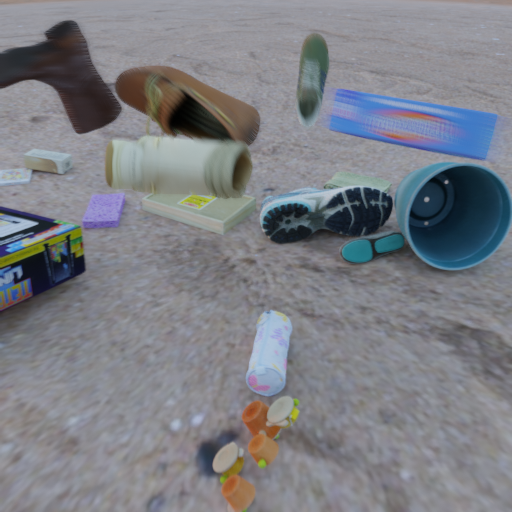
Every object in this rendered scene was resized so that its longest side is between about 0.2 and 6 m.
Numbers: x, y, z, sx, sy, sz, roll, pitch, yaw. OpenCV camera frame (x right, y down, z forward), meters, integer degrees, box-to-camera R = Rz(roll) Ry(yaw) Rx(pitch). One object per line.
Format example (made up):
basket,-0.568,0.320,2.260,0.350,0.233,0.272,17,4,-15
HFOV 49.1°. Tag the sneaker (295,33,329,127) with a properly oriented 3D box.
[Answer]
sneaker,1.284,-3.914,12.834,0.685,2.042,0.917,6,40,3

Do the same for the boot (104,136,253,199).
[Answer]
boot,-1.043,-1.446,9.039,2.021,0.947,2.601,4,9,7

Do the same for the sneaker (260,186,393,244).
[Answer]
sneaker,1.537,-1.175,12.631,3.059,1.187,1.320,-5,29,-8

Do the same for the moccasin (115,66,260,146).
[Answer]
moccasin,-1.531,-2.859,11.072,3.214,1.176,1.241,31,42,15

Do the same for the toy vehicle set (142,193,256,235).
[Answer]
toy vehicle set,-1.372,-1.252,13.515,2.376,0.315,1.476,18,36,26

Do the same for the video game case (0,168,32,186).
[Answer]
video game case,-6.529,-2.141,15.142,0.817,0.103,0.898,-7,33,-12

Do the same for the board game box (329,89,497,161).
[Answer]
board game box,2.435,-1.895,8.334,2.049,0.606,2.695,16,15,20

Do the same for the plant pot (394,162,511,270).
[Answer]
plant pot,3.840,-1.023,11.691,2.118,2.118,1.990,-2,18,-3

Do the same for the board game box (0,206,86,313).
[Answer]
board game box,-5.507,0.173,9.941,3.074,1.054,3.718,12,25,28

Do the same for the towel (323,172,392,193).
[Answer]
towel,2.623,-1.811,14.447,1.551,0.283,1.151,15,34,22

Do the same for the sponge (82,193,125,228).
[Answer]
sponge,-3.618,-1.097,13.370,0.797,0.213,1.429,-2,33,-4

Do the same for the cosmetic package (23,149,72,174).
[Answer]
cosmetic package,-5.761,-2.621,15.518,1.144,0.407,0.602,10,29,9

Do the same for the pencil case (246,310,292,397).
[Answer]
pencil case,0.220,1.500,8.813,0.602,0.657,1.448,2,33,7

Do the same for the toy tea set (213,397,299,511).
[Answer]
toy tea set,0.032,2.576,7.245,0.959,0.597,1.613,-13,34,52

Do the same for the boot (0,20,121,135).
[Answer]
boot,-4.021,-3.189,11.341,2.233,2.396,0.769,-34,60,-12

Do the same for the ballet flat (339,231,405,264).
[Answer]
ballet flat,2.359,-0.165,11.742,1.599,0.539,0.509,-12,7,-20
